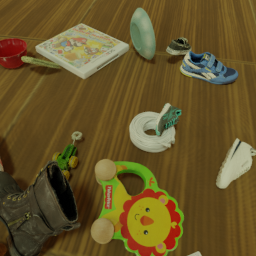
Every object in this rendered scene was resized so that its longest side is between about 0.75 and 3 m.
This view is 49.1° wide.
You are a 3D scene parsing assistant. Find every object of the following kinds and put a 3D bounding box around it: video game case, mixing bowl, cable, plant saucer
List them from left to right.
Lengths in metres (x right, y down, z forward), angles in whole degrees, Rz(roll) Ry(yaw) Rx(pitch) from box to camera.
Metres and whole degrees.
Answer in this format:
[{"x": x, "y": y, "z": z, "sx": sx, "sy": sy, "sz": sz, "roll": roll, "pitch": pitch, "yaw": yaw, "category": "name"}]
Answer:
[{"x": -4.634, "y": -2.876, "z": 11.117, "sx": 1.402, "sy": 0.759, "sz": 1.402, "roll": 0, "pitch": 48, "yaw": 0, "category": "mixing bowl"}, {"x": -1.915, "y": -3.374, "z": 11.855, "sx": 2.952, "sy": 0.338, "sz": 2.687, "roll": 32, "pitch": 55, "yaw": 26, "category": "video game case"}, {"x": 0.470, "y": -3.617, "z": 10.964, "sx": 0.382, "sy": 1.986, "sz": 1.986, "roll": -20, "pitch": 51, "yaw": -14, "category": "plant saucer"}, {"x": 0.742, "y": 0.109, "z": 8.575, "sx": 1.393, "sy": 0.482, "sz": 1.393, "roll": 7, "pitch": 47, "yaw": 6, "category": "cable"}]

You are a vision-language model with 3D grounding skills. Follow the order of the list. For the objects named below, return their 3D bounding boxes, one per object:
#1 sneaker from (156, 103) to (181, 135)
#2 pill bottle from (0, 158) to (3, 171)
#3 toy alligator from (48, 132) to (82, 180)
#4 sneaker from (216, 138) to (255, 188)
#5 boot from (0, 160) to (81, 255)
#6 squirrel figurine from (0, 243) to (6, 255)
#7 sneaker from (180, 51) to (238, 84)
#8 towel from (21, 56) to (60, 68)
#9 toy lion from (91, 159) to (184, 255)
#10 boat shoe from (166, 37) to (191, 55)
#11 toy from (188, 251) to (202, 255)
[{"x": 1.214, "y": -0.249, "z": 8.303, "sx": 0.580, "sy": 0.493, "sz": 1.272, "roll": 16, "pitch": 51, "yaw": 21, "category": "sneaker"}, {"x": -4.211, "y": 0.606, "z": 7.636, "sx": 1.186, "sy": 1.186, "sz": 2.047, "roll": -21, "pitch": 51, "yaw": -19, "category": "pill bottle"}, {"x": -1.726, "y": 0.908, "z": 7.874, "sx": 0.652, "sy": 0.472, "sz": 1.966, "roll": 14, "pitch": 45, "yaw": 14, "category": "toy alligator"}, {"x": 2.983, "y": 1.017, "z": 7.673, "sx": 0.706, "sy": 0.670, "sz": 1.754, "roll": 32, "pitch": 56, "yaw": 14, "category": "sneaker"}, {"x": -2.029, "y": 1.441, "z": 6.006, "sx": 0.877, "sy": 2.204, "sz": 2.532, "roll": -3, "pitch": 50, "yaw": -51, "category": "boot"}, {"x": -3.406, "y": 3.375, "z": 4.774, "sx": 2.641, "sy": 1.869, "sz": 2.465, "roll": -3, "pitch": 63, "yaw": -22, "category": "squirrel figurine"}, {"x": 3.067, "y": -2.276, "z": 10.485, "sx": 2.170, "sy": 0.892, "sz": 0.802, "roll": 15, "pitch": 48, "yaw": 10, "category": "sneaker"}, {"x": -3.302, "y": -2.479, "z": 10.641, "sx": 0.919, "sy": 0.226, "sz": 1.239, "roll": 20, "pitch": 11, "yaw": 42, "category": "towel"}, {"x": 0.231, "y": 1.884, "z": 6.592, "sx": 2.104, "sy": 0.754, "sz": 2.195, "roll": 2, "pitch": 65, "yaw": -4, "category": "toy lion"}, {"x": 2.163, "y": -3.310, "z": 11.235, "sx": 0.604, "sy": 0.544, "sz": 1.709, "roll": 36, "pitch": 35, "yaw": 18, "category": "boat shoe"}, {"x": 0.938, "y": 3.299, "z": 5.681, "sx": 1.898, "sy": 0.448, "sz": 1.093, "roll": -16, "pitch": 50, "yaw": -14, "category": "toy"}]
